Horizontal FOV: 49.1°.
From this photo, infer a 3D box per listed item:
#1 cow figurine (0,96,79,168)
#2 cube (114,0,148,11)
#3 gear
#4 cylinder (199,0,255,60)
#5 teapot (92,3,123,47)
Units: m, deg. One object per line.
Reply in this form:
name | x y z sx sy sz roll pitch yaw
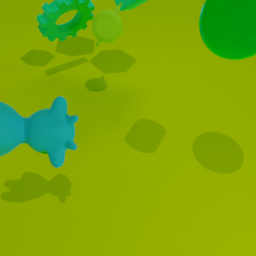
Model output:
cow figurine | -1.150 0.015 2.565 1.203 0.671 1.222 2 -1 28
cube | 0.147 -3.423 6.492 0.978 0.978 0.978 -19 17 27
gear | -1.577 -2.839 7.198 1.499 1.499 0.277 -27 80 -25
cylinder | 1.264 -1.264 3.192 0.800 0.800 0.800 15 31 15
teapot | -0.429 -2.275 6.178 0.677 1.090 0.533 30 16 -10
